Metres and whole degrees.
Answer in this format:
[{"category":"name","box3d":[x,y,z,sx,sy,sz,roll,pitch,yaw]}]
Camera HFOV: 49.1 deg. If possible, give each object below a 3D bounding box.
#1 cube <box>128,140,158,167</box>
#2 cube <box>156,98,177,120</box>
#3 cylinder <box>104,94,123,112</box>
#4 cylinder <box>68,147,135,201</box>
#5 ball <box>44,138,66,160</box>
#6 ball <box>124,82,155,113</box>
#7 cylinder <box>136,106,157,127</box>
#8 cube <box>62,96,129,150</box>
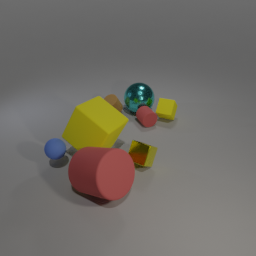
[{"category":"cube","box3d":[0.479,0.860,9.422,0.700,0.700,0.700,18,-1,28]},{"category":"cube","box3d":[1.686,-0.824,12.186,0.700,0.700,0.700,12,-11,22]},{"category":"cylinder","box3d":[-0.677,-1.033,12.492,0.700,0.700,0.700,-13,55,18]},{"category":"cylinder","box3d":[-0.764,1.260,8.049,1.400,1.400,1.400,-1,23,46]},{"category":"ball","box3d":[-2.367,0.682,9.125,0.700,0.700,0.700,0,31,0]},{"category":"ball","box3d":[0.507,-1.357,12.714,1.400,1.400,1.400,0,31,0]},{"category":"cylinder","box3d":[0.794,-0.493,11.975,0.700,0.700,0.700,-13,34,-20]},{"category":"cube","box3d":[-1.103,-0.001,9.493,1.400,1.400,1.400,39,33,9]}]
